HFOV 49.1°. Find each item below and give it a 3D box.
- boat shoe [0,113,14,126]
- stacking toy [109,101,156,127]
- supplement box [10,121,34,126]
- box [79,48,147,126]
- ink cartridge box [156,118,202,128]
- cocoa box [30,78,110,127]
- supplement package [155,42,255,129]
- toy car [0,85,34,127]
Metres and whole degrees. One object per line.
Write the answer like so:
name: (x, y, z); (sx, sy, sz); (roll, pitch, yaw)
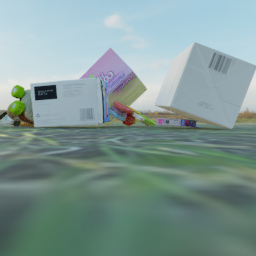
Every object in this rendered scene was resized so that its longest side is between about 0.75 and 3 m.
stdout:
boat shoe: (-4.853, -0.384, 11.020); (1.052, 0.449, 0.389); (-4, 35, 29)
stacking toy: (0.105, -0.307, 10.699); (1.562, 0.729, 1.726); (35, 10, 31)
supplement box: (-4.420, -0.330, 12.034); (1.433, 0.477, 0.493); (1, -11, 28)
box: (-0.758, -1.553, 11.695); (2.471, 1.358, 2.810); (-43, -14, 7)
ink cartridge box: (1.640, -0.160, 8.973); (1.254, 0.263, 0.748); (7, 1, 41)
cocoa box: (-1.798, -0.797, 9.070); (2.144, 1.430, 1.407); (-3, 4, 9)
supplement package: (2.011, -1.141, 8.162); (1.728, 1.706, 2.849); (19, 4, -4)
toy car: (-3.937, -0.512, 10.206); (1.713, 1.352, 1.407); (-28, -35, 24)
